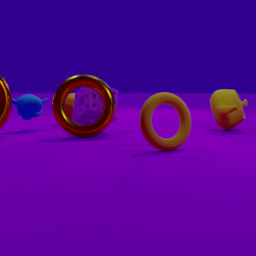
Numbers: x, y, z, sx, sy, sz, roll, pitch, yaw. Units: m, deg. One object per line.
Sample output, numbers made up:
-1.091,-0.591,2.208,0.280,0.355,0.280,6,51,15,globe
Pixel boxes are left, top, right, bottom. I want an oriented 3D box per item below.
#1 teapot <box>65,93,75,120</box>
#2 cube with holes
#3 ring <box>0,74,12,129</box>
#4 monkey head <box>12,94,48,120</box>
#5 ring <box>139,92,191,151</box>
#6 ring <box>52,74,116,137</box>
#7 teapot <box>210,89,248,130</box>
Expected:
-1.846,-0.810,9.788,1.580,0.983,0.774,-19,33,36,teapot
-0.902,-0.616,7.810,0.910,0.910,0.910,18,-32,-33,cube with holes
-3.715,-0.678,6.610,0.390,1.951,1.951,-5,2,44,ring
-2.905,-0.599,8.169,1.133,0.683,0.815,-3,-13,-32,monkey head
0.755,-0.130,5.545,1.158,1.158,0.232,-4,-3,-25,ring
-1.095,-0.557,7.044,1.588,1.588,0.318,-1,-1,-10,ring
2.960,-0.581,8.106,0.952,1.208,1.943,-18,0,27,teapot
